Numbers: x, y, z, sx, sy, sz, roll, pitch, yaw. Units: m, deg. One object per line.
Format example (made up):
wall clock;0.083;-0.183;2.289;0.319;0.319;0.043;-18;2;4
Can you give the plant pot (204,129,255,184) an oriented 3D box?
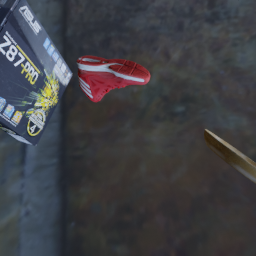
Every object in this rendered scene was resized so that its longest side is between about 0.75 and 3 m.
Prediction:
plant pot;2.273;0.690;5.585;1.935;1.935;0.266;38;101;12

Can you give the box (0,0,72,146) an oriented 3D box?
box;-2.233;-1.017;5.755;0.636;2.590;2.088;14;70;16

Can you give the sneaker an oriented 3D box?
sneaker;-0.189;-0.560;3.458;0.899;0.519;0.352;16;40;11
